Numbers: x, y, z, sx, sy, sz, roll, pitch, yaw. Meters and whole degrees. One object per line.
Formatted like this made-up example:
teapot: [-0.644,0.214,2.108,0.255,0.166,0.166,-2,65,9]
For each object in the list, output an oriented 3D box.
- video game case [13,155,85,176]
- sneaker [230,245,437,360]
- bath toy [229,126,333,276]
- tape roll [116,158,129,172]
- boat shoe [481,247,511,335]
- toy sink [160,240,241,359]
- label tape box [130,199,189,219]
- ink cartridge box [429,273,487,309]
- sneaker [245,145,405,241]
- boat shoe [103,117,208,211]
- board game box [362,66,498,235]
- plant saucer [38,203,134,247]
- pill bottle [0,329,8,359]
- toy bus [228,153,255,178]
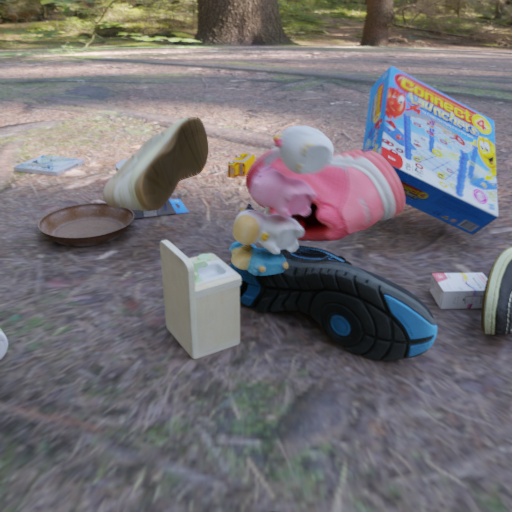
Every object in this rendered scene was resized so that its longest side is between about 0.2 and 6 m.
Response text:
video game case: [-5.325,-2.347,14.463,1.310,0.144,1.194,8,27,17]
sneaker: [1.088,0.383,7.622,3.090,1.131,1.266,21,33,37]
bath toy: [0.239,-0.721,6.893,0.867,1.993,0.737,0,37,-33]
tape roll: [-2.591,-1.974,13.314,1.422,0.470,1.422,0,25,0]
boat shoe: [3.922,0.370,7.819,0.914,0.994,2.783,13,24,35]
toy sink: [-0.694,0.463,7.203,0.754,1.347,0.878,-15,29,-28]
label tape box: [-2.122,-1.148,11.672,1.247,0.395,0.899,-9,27,-17]
ink cartridge box: [3.143,0.509,8.286,0.979,0.330,0.570,-1,26,-2]
sneaker: [0.543,-0.911,8.219,1.414,1.202,3.261,-34,25,-23]
boat shoe: [-1.715,-1.703,10.062,0.943,1.047,2.903,-2,33,23]
board game box: [3.195,-1.945,10.256,2.470,0.690,2.419,22,57,-14]
plant saucer: [-3.167,-0.562,10.543,1.743,0.319,1.743,1,26,0]
pill bottle: [-3.535,0.977,7.092,0.509,0.509,0.916,-19,31,-34]
toy bus: [-0.377,-2.269,14.066,0.430,0.358,1.100,8,26,14]
